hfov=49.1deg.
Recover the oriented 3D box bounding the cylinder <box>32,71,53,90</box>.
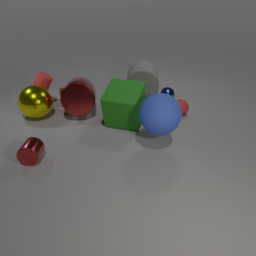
[{"bbox_3d":[-3.771,-2.028,12.364,0.700,0.700,0.700,26,20,-10],"label":"cylinder"}]

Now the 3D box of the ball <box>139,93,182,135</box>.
[{"bbox_3d":[1.069,-0.454,9.293,1.400,1.400,1.400,0,30,0],"label":"ball"}]

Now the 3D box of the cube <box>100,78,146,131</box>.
[{"bbox_3d":[-0.127,-0.926,10.979,1.400,1.400,1.400,9,47,14],"label":"cube"}]

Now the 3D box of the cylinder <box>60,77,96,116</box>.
[{"bbox_3d":[-2.071,-1.355,11.835,1.400,1.400,1.400,-3,18,-5],"label":"cylinder"}]

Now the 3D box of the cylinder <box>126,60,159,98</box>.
[{"bbox_3d":[0.639,-2.106,12.337,1.400,1.400,1.400,2,31,3],"label":"cylinder"}]

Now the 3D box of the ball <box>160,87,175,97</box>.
[{"bbox_3d":[1.848,-1.571,13.172,0.700,0.700,0.700,0,30,0],"label":"ball"}]

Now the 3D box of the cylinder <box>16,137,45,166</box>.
[{"bbox_3d":[-3.162,0.759,9.141,0.700,0.700,0.700,2,30,4],"label":"cylinder"}]

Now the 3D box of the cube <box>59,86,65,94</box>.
[{"bbox_3d":[-2.671,-1.568,12.989,0.700,0.700,0.700,8,25,23],"label":"cube"}]

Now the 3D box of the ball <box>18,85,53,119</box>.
[{"bbox_3d":[-3.852,-1.084,11.666,1.400,1.400,1.400,0,30,0],"label":"ball"}]

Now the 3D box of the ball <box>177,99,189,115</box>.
[{"bbox_3d":[2.249,-0.886,11.990,0.700,0.700,0.700,0,30,0],"label":"ball"}]
